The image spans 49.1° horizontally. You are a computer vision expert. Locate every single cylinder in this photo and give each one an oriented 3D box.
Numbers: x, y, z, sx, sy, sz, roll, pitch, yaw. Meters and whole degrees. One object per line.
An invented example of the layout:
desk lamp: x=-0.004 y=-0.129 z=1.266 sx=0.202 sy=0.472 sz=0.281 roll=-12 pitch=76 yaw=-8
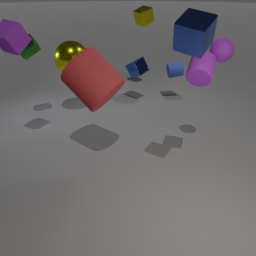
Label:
cylinder: x=-1.045 y=-1.442 z=8.435 sx=1.400 sy=1.400 sz=1.400 roll=46 pitch=37 yaw=0
cylinder: x=1.992 y=-1.607 z=7.622 sx=0.700 sy=0.700 sz=0.700 roll=11 pitch=59 yaw=20
cylinder: x=-3.786 y=-3.061 z=10.584 sx=0.700 sy=0.700 sz=0.700 roll=-34 pitch=31 yaw=3
cylinder: x=2.290 y=-2.836 z=13.631 sx=0.700 sy=0.700 sz=0.700 roll=-11 pitch=28 yaw=0

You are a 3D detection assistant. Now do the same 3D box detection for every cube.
cube: x=-3.497 y=-2.713 z=8.389 sx=0.700 sy=0.700 sz=0.700 roll=19 pitch=68 yaw=23
cube: x=1.459 y=-2.082 z=6.145 sx=0.700 sy=0.700 sz=0.700 roll=25 pitch=59 yaw=23
cube: x=0.780 y=-5.484 z=13.727 sx=0.700 sy=0.700 sz=0.700 roll=-37 pitch=46 yaw=-20
cube: x=0.443 y=-2.867 z=13.323 sx=0.700 sy=0.700 sz=0.700 roll=-39 pitch=20 yaw=-33

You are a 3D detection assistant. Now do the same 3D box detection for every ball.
ball: x=2.772 y=-2.294 z=8.264 sx=0.700 sy=0.700 sz=0.700 roll=0 pitch=28 yaw=0
ball: x=-2.329 y=-2.875 z=11.534 sx=1.400 sy=1.400 sz=1.400 roll=0 pitch=28 yaw=0
